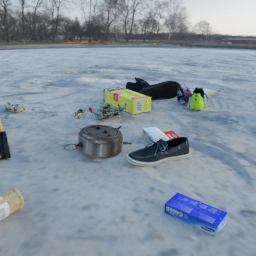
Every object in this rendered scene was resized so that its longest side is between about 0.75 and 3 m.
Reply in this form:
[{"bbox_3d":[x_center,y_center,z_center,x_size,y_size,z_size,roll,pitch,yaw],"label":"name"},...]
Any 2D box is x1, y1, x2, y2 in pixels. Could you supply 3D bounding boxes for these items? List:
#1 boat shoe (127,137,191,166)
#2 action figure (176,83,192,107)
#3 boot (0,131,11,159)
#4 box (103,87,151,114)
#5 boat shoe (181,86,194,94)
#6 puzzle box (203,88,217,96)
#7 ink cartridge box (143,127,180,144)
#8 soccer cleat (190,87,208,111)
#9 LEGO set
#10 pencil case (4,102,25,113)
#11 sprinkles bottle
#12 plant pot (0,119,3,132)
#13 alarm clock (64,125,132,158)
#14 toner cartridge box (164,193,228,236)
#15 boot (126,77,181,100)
[{"bbox_3d":[0.980,0.683,8.769,2.155,0.671,0.804,-8,24,-16],"label":"boat shoe"},{"bbox_3d":[3.127,-1.760,14.821,1.078,0.969,1.447,28,24,26],"label":"action figure"},{"bbox_3d":[-4.560,0.638,8.995,1.345,0.607,1.642,-9,27,-24],"label":"boot"},{"bbox_3d":[-0.123,-1.454,14.259,1.111,0.739,2.951,-12,24,-29],"label":"box"},{"bbox_3d":[3.336,-2.146,16.462,0.492,0.482,1.383,-12,26,-39],"label":"boat shoe"},{"bbox_3d":[4.502,-2.126,16.832,1.433,0.182,0.954,-13,25,-30],"label":"puzzle box"},{"bbox_3d":[1.299,0.225,10.484,1.256,0.297,1.005,-8,22,-16],"label":"ink cartridge box"},{"bbox_3d":[3.685,-1.658,14.414,0.847,1.017,2.509,7,22,17],"label":"soccer cleat"},{"bbox_3d":[-1.174,-0.622,12.563,2.388,0.677,1.551,-4,15,29],"label":"LEGO set"},{"bbox_3d":[-5.516,-1.026,13.576,1.064,0.414,0.476,11,49,27],"label":"pencil case"},{"bbox_3d":[-2.996,1.841,5.908,0.529,0.529,1.551,14,24,32],"label":"sprinkles bottle"},{"bbox_3d":[-6.361,-0.474,9.156,2.781,2.700,2.718,4,21,21],"label":"plant pot"},{"bbox_3d":[-1.086,0.418,9.240,2.221,0.739,1.498,-15,29,-38],"label":"alarm clock"},{"bbox_3d":[1.481,1.871,6.185,1.237,0.267,0.588,16,27,37],"label":"toner cartridge box"},{"bbox_3d":[1.421,-2.400,16.315,2.700,1.031,2.268,-13,28,-16],"label":"boot"}]
